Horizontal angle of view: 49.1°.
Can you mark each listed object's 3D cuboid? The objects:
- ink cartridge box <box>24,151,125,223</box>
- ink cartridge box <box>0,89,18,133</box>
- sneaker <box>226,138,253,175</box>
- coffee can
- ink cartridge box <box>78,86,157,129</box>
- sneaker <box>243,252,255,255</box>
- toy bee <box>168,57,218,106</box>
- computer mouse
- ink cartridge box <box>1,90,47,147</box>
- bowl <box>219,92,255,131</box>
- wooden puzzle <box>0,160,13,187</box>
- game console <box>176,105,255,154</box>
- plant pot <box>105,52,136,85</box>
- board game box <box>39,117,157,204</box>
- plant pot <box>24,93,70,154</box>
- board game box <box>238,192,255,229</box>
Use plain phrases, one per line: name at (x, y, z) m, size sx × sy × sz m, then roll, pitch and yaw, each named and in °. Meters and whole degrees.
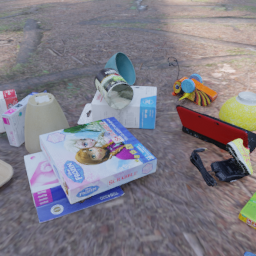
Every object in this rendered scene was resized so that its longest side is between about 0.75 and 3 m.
ink cartridge box at (-1.543, 1.261, 7.711) m, size 2.246 × 0.495 × 2.287 m, roll -14°, pitch 34°, yaw -21°
ink cartridge box at (-4.648, -0.499, 9.616) m, size 1.770 × 1.299 × 0.734 m, roll -13°, pitch 36°, yaw -21°
sneaker at (3.070, 0.754, 7.411) m, size 0.491 × 1.087 × 0.425 m, roll -35°, pitch 13°, yaw -14°
coffee can at (-0.497, -1.354, 9.506) m, size 0.952 × 0.952 × 1.300 m, roll -14°, pitch 38°, yaw -20°
ink cartridge box at (-0.372, -0.844, 10.456) m, size 2.841 × 0.947 × 1.645 m, roll 3°, pitch 34°, yaw 5°
sneaker at (2.576, 2.531, 5.237) m, size 0.788 × 0.351 × 0.310 m, roll 20°, pitch 38°, yaw 29°
toy bee at (2.516, -1.707, 11.760) m, size 1.597 × 1.326 × 2.439 m, roll -13°, pitch 60°, yaw -28°
computer mouse at (2.499, 1.041, 7.815) m, size 1.748 × 0.402 × 1.228 m, roll -8°, pitch 50°, yaw -30°
ink cartridge box at (-3.390, -0.404, 9.574) m, size 0.417 × 1.187 × 1.988 m, roll 12°, pitch 36°, yaw 18°
bowl at (4.349, -0.758, 10.332) m, size 1.788 × 0.962 × 1.788 m, roll 0°, pitch 34°, yaw 0°
wooden puzzle at (-4.798, 1.576, 7.292) m, size 2.512 × 0.506 × 2.715 m, roll 19°, pitch 42°, yaw 26°
game console at (2.975, -0.159, 9.030) m, size 2.337 × 1.387 × 2.014 m, roll 27°, pitch 42°, yaw 34°
plant pot at (-0.508, -2.525, 12.772) m, size 1.040 × 1.545 × 1.545 m, roll -18°, pitch 23°, yaw 32°
board game box at (-0.886, 0.692, 7.712) m, size 2.425 × 0.500 × 2.431 m, roll -16°, pitch 38°, yaw -27°
plant pot at (-2.596, -0.222, 8.818) m, size 1.535 × 1.639 × 1.535 m, roll 1°, pitch 36°, yaw 0°
board game box at (3.695, 1.848, 6.963) m, size 1.008 × 0.316 × 2.111 m, roll 30°, pitch 46°, yaw 33°
